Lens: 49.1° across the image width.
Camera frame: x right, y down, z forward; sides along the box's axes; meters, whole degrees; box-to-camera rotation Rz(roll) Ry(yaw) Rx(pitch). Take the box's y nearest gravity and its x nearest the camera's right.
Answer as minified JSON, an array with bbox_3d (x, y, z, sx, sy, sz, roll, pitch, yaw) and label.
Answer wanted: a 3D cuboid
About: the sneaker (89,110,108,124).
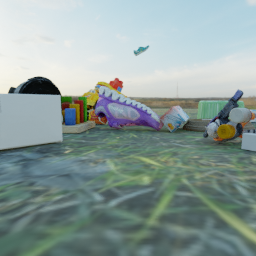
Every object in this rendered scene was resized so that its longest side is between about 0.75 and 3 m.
[{"bbox_3d":[-0.890,-0.785,14.236,1.092,1.033,2.831,9,9,31],"label":"sneaker"}]

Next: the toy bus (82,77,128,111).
[{"bbox_3d":[-1.227,-1.758,15.350,2.456,2.358,1.667,24,-5,-43],"label":"toy bus"}]

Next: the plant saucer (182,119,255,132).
[{"bbox_3d":[3.447,-0.127,10.775,2.660,0.392,2.660,-1,5,0],"label":"plant saucer"}]

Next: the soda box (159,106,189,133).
[{"bbox_3d":[1.769,-0.371,10.394,0.647,0.696,2.034,-42,-6,16],"label":"soda box"}]

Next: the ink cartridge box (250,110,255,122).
[{"bbox_3d":[6.001,-0.670,15.272,1.088,0.641,1.890,-3,6,-27],"label":"ink cartridge box"}]

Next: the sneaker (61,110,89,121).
[{"bbox_3d":[-2.965,-0.612,14.914,0.789,0.727,1.973,-1,-5,38],"label":"sneaker"}]

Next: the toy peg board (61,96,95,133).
[{"bbox_3d":[-2.804,-0.577,10.641,2.632,1.287,2.621,0,5,6],"label":"toy peg board"}]

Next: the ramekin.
[{"bbox_3d":[4.382,-0.729,13.253,2.273,1.110,2.273,0,5,0],"label":"ramekin"}]

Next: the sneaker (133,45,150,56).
[{"bbox_3d":[0.730,-4.235,15.080,0.942,0.375,0.365,-28,11,-2],"label":"sneaker"}]

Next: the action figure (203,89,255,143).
[{"bbox_3d":[2.711,-0.120,6.951,1.654,0.894,1.710,-9,-36,-19],"label":"action figure"}]

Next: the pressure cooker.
[{"bbox_3d":[-5.035,-1.496,15.161,2.385,2.348,2.670,-31,18,-26],"label":"pressure cooker"}]

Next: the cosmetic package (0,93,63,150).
[{"bbox_3d":[-2.676,-0.172,6.433,0.970,1.230,2.286,1,3,34],"label":"cosmetic package"}]

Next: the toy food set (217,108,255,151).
[{"bbox_3d":[3.051,0.003,6.043,0.893,0.947,1.985,-3,8,-43],"label":"toy food set"}]

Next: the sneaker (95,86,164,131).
[{"bbox_3d":[-0.073,-0.456,10.645,2.968,1.312,1.194,26,-5,23],"label":"sneaker"}]
